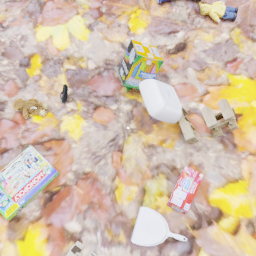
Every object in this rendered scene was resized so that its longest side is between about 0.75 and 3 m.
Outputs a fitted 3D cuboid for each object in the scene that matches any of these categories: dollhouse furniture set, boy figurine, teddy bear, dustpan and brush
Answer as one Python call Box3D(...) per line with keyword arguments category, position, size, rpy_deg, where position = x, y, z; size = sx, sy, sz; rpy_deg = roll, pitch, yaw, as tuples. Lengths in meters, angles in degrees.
Box3D(category="dollhouse furniture set", position=(2.810, -0.398, 10.011), size=(1.882, 1.650, 1.250), rpy_deg=(-25, 66, 19))
Box3D(category="boy figurine", position=(4.119, -5.285, 12.805), size=(1.689, 0.544, 1.050), rpy_deg=(10, 80, 7))
Box3D(category="teddy bear", position=(-3.762, -0.781, 10.880), size=(1.277, 0.426, 0.926), rpy_deg=(-7, 73, -11))
Box3D(category="dustpan and brush", position=(1.071, 3.334, 8.989), size=(1.698, 0.486, 1.185), rpy_deg=(14, 74, 13))

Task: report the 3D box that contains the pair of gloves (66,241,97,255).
Box3D(category="pair of gloves", position=(-1.494, 4.063, 8.766), size=(0.884, 0.155, 0.752), rpy_deg=(31, 66, 11))

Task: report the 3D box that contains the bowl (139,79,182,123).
Box3D(category="bowl", position=(1.210, -0.984, 9.568), size=(1.550, 0.579, 1.548), rpy_deg=(13, 51, -44))

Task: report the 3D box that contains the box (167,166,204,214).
Box3D(category="box", position=(1.914, 2.078, 9.382), size=(0.691, 0.662, 1.387), rpy_deg=(26, 68, 11))

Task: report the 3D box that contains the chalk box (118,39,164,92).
Box3D(category="chalk box", position=(0.377, -2.212, 10.744), size=(1.133, 1.828, 1.141), rpy_deg=(8, 43, -23))

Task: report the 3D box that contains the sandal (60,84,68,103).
Box3D(category="sandal", position=(-2.564, -1.341, 11.157), size=(0.210, 0.329, 0.876), rpy_deg=(-9, 57, 16))

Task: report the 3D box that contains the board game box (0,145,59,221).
Box3D(category="board game box", position=(-3.706, 1.839, 9.686), size=(1.477, 0.319, 2.194), rpy_deg=(40, 71, 17))

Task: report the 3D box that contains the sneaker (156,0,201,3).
Box3D(category="sneaker", position=(2.747, -6.564, 13.088), size=(2.698, 1.090, 1.558), rpy_deg=(-34, 68, -16))
